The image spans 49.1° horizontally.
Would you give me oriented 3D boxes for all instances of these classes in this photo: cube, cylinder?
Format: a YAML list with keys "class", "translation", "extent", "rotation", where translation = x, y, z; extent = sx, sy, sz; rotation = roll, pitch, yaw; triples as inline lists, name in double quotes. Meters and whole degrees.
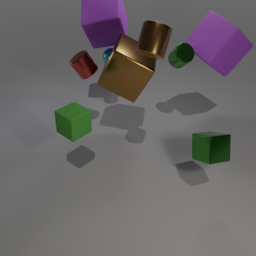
- class: "cube"
  translation: [2.153, 0.499, 7.273]
  extent: [0.700, 0.700, 0.700]
  rotation: [-5, 8, -26]
- class: "cube"
  translation: [-0.840, -4.008, 10.370]
  extent: [1.400, 1.400, 1.400]
  rotation: [-6, 68, 11]
- class: "cube"
  translation: [-1.473, -0.177, 7.581]
  extent: [0.700, 0.700, 0.700]
  rotation: [28, 41, 30]
- class: "cylinder"
  translation: [0.603, -2.044, 6.556]
  extent: [0.700, 0.700, 0.700]
  rotation: [16, 7, -2]
- class: "cylinder"
  translation: [-1.482, -2.109, 9.387]
  extent: [0.700, 0.700, 0.700]
  rotation: [-25, 36, 19]
- class: "cube"
  translation: [3.150, -2.907, 9.770]
  extent: [1.400, 1.400, 1.400]
  rotation: [16, 31, -45]
- class: "cylinder"
  translation: [1.842, -2.505, 9.735]
  extent: [0.700, 0.700, 0.700]
  rotation: [-9, -2, -14]
- class: "cube"
  translation: [-0.008, -1.987, 9.281]
  extent: [1.400, 1.400, 1.400]
  rotation: [26, 40, -12]

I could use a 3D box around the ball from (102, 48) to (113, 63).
- class: "ball"
  translation: [-0.626, -2.701, 10.704]
  extent: [0.700, 0.700, 0.700]
  rotation: [0, 33, 0]
